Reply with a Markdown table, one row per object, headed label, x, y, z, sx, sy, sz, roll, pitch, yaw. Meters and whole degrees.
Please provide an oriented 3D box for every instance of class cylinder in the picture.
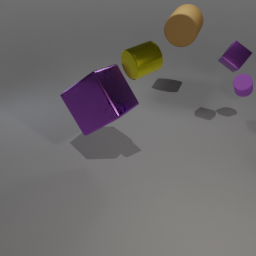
| label | x | y | z | sx | sy | sz | roll | pitch | yaw |
| --- | --- | --- | --- | --- | --- | --- | --- | --- | --- |
| cylinder | 2.394 | -4.374 | 11.957 | 1.400 | 1.400 | 1.400 | 11 | 41 | 19 |
| cylinder | 0.310 | -1.534 | 6.352 | 0.700 | 0.700 | 0.700 | -27 | 38 | -23 |
| cylinder | 4.484 | -1.652 | 10.900 | 0.700 | 0.700 | 0.700 | 19 | -7 | 30 |

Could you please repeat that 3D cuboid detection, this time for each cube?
| label | x | y | z | sx | sy | sz | roll | pitch | yaw |
| --- | --- | --- | --- | --- | --- | --- | --- | --- | --- |
| cube | -0.793 | -0.834 | 8.207 | 1.400 | 1.400 | 1.400 | -27 | 7 | 32 |
| cube | 3.599 | -2.403 | 9.469 | 0.700 | 0.700 | 0.700 | 39 | 6 | 3 |
